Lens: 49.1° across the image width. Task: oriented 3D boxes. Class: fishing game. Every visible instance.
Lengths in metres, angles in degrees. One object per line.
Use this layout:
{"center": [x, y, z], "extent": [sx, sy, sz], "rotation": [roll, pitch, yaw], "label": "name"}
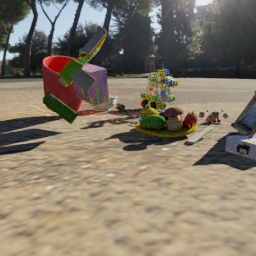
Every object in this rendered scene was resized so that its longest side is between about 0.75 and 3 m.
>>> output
{"center": [0.935, -0.335, 9.873], "extent": [1.245, 0.270, 1.738], "rotation": [9, 27, 43], "label": "fishing game"}

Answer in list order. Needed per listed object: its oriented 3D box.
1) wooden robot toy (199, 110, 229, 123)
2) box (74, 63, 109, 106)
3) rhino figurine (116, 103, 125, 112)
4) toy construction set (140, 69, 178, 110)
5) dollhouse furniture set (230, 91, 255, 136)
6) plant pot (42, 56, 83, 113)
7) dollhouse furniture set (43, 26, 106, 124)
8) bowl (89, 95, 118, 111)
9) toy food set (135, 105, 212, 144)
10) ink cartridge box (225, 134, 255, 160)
{"center": [3.044, -0.345, 10.096], "extent": [1.048, 0.462, 0.476], "rotation": [-1, -23, -4], "label": "wooden robot toy"}
{"center": [-1.281, -1.500, 9.492], "extent": [0.623, 1.133, 1.288], "rotation": [-21, 31, -33], "label": "box"}
{"center": [-0.331, -0.893, 12.432], "extent": [0.394, 0.270, 0.902], "rotation": [27, 16, 1], "label": "rhino figurine"}
{"center": [1.286, -1.766, 12.754], "extent": [1.304, 1.855, 2.830], "rotation": [-1, 13, -6], "label": "toy construction set"}
{"center": [4.105, -0.138, 7.814], "extent": [1.764, 1.243, 1.236], "rotation": [40, 31, 23], "label": "dollhouse furniture set"}
{"center": [-2.446, -1.620, 10.987], "extent": [2.004, 1.773, 2.004], "rotation": [13, 30, -8], "label": "plant pot"}
{"center": [-1.202, -1.491, 7.935], "extent": [1.021, 2.646, 1.322], "rotation": [37, -18, -10], "label": "dollhouse furniture set"}
{"center": [-1.168, -1.142, 12.764], "extent": [1.430, 0.642, 1.430], "rotation": [1, 13, 0], "label": "bowl"}
{"center": [1.249, -0.322, 8.295], "extent": [1.431, 0.795, 2.433], "rotation": [-22, 24, -39], "label": "toy food set"}
{"center": [2.779, 0.416, 6.355], "extent": [0.633, 0.360, 0.869], "rotation": [-8, 15, -33], "label": "ink cartridge box"}
